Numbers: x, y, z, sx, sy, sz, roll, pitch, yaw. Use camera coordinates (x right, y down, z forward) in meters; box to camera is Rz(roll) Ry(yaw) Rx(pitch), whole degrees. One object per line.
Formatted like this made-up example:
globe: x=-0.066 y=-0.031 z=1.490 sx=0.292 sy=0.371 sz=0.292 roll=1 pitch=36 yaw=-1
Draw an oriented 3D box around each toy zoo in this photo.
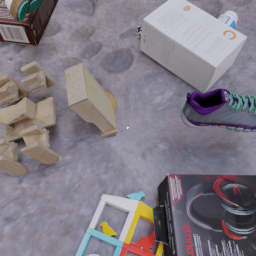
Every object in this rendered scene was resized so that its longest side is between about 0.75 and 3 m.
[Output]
toy zoo: x=-0.138 y=2.834 z=6.655 sx=1.880 sy=0.293 sz=2.865 roll=19 pitch=62 yaw=11

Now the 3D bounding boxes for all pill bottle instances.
pill bottle: x=3.467 y=-3.631 z=10.171 sx=0.763 sy=0.763 sz=1.360 roll=30 pitch=63 yaw=16

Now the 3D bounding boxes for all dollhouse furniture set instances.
dollhouse furniture set: x=-2.103 y=-0.312 z=8.028 sx=2.989 sy=1.945 sz=2.746 roll=-20 pitch=59 yaw=13

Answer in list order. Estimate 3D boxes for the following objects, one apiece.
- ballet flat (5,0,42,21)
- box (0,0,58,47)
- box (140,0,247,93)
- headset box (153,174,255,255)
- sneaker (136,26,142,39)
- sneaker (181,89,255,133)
ballet flat: x=-3.202 y=-3.723 z=8.353 sx=0.698 sy=0.654 sz=1.929 roll=23 pitch=37 yaw=-11
box: x=-3.777 y=-4.512 z=10.511 sx=1.472 sy=1.102 sz=2.940 roll=8 pitch=62 yaw=5
box: x=2.036 y=-2.785 z=9.229 sx=2.815 sy=1.372 sz=1.751 roll=40 pitch=67 yaw=17
headset box: x=1.937 y=2.193 z=6.390 sx=2.805 sy=1.052 sz=2.085 roll=2 pitch=59 yaw=-8
sneaker: x=0.619 y=-3.427 z=10.184 sx=0.319 sy=0.520 sz=0.799 roll=-39 pitch=67 yaw=-19
sneaker: x=2.453 y=-0.457 z=6.408 sx=2.387 sy=1.045 sz=0.888 roll=-3 pitch=65 yaw=3
